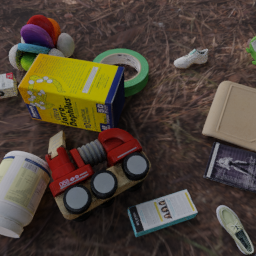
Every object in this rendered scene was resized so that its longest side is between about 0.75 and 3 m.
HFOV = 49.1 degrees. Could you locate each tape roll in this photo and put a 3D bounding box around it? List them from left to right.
[{"bbox_3d":[-0.303,-2.081,10.396,2.118,0.509,2.118,0,54,0],"label":"tape roll"}]

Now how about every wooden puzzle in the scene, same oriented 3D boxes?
[{"bbox_3d":[4.085,-0.295,9.144,2.772,0.516,2.565,17,55,18],"label":"wooden puzzle"}]

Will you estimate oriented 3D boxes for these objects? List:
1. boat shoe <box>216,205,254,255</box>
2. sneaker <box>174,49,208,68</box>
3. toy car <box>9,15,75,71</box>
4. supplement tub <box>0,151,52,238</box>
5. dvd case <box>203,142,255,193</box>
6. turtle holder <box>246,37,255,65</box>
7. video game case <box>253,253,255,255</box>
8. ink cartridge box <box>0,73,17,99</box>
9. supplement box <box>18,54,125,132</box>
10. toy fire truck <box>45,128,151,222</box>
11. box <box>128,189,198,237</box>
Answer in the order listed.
[{"bbox_3d":[2.694,2.498,6.948,0.461,0.397,1.281,-30,71,-8],"label":"boat shoe"},{"bbox_3d":[2.440,-2.752,10.813,1.399,0.619,0.526,-17,57,-12],"label":"sneaker"},{"bbox_3d":[-3.253,-3.167,10.408,2.057,1.763,2.351,11,55,7],"label":"toy car"},{"bbox_3d":[-2.882,1.669,7.135,1.339,1.339,1.847,12,55,8],"label":"supplement tub"},{"bbox_3d":[3.198,1.151,8.157,1.692,0.135,1.258,16,57,18],"label":"dvd case"},{"bbox_3d":[5.385,-2.975,10.699,0.999,1.069,1.407,-25,57,-17],"label":"turtle holder"},{"bbox_3d":[3.304,3.970,6.095,2.435,0.310,2.200,-26,58,-18],"label":"video game case"},{"bbox_3d":[-4.580,-1.471,9.978,1.088,0.451,0.793,-13,55,-9],"label":"ink cartridge box"},{"bbox_3d":[-1.660,-1.085,8.993,2.889,1.572,1.582,11,55,9],"label":"supplement box"},{"bbox_3d":[-1.117,0.796,7.768,2.506,1.831,2.847,-27,68,-18],"label":"toy fire truck"},{"bbox_3d":[0.889,2.215,7.311,1.674,0.411,0.689,-14,55,-10],"label":"box"}]
